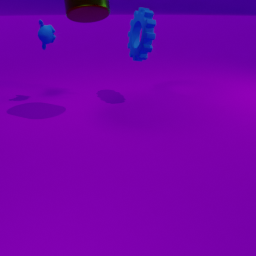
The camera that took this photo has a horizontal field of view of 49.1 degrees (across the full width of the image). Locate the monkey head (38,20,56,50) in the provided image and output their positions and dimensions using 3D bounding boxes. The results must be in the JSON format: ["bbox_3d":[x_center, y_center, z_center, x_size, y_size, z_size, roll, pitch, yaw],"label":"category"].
[{"bbox_3d":[-2.952,-3.297,9.864,0.724,1.006,0.606,16,30,29],"label":"monkey head"}]

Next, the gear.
[{"bbox_3d":[0.457,-3.339,10.089,0.332,1.796,1.796,0,23,-21],"label":"gear"}]

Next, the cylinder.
[{"bbox_3d":[-1.241,-3.984,8.266,1.318,1.318,1.318,-6,2,0],"label":"cylinder"}]
